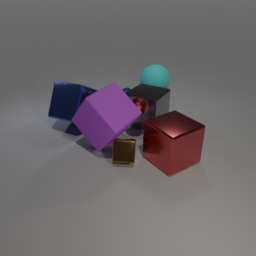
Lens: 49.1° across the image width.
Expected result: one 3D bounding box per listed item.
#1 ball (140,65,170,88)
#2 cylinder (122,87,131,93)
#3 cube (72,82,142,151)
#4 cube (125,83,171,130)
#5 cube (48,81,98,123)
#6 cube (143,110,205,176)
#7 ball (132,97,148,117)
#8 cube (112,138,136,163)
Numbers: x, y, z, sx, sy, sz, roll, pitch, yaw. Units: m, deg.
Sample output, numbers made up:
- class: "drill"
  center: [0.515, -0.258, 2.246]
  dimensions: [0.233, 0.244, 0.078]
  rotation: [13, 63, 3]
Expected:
- class: "ball"
  center: [1.294, -2.312, 13.370]
  dimensions: [1.400, 1.400, 1.400]
  rotation: [0, 29, 0]
- class: "cylinder"
  center: [-0.203, -1.465, 13.019]
  dimensions: [0.700, 0.700, 0.700]
  rotation: [-11, 19, 36]
- class: "cube"
  center: [-0.705, -0.374, 9.144]
  dimensions: [1.400, 1.400, 1.400]
  rotation: [49, 49, 3]
- class: "cube"
  center: [0.788, -0.854, 11.414]
  dimensions: [1.400, 1.400, 1.400]
  rotation: [16, 33, 26]
- class: "cube"
  center: [-2.018, -0.924, 10.905]
  dimensions: [1.400, 1.400, 1.400]
  rotation: [12, 1, 30]
- class: "cube"
  center: [1.442, 0.442, 9.078]
  dimensions: [1.400, 1.400, 1.400]
  rotation: [-19, 34, -30]
- class: "ball"
  center: [0.354, -0.726, 9.803]
  dimensions: [0.700, 0.700, 0.700]
  rotation: [0, 29, 0]
- class: "cube"
  center: [-0.112, 0.722, 9.098]
  dimensions: [0.700, 0.700, 0.700]
  rotation: [3, 4, 3]
